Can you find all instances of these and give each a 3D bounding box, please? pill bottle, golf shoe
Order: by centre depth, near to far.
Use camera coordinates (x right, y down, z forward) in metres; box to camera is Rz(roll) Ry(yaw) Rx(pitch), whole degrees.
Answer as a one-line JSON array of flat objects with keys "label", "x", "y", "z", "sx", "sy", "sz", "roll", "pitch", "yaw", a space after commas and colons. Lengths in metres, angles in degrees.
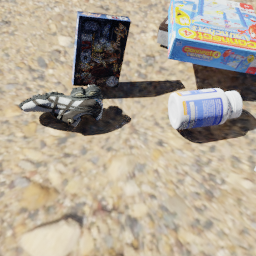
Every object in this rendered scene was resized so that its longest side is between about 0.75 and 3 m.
[{"label": "golf shoe", "x": -1.925, "y": -0.537, "z": 8.153, "sx": 2.464, "sy": 0.958, "sz": 1.164, "roll": -8, "pitch": 100, "yaw": 5}, {"label": "pill bottle", "x": 2.247, "y": -0.584, "z": 8.200, "sx": 1.941, "sy": 1.088, "sz": 1.088, "roll": -6, "pitch": 60, "yaw": -7}]

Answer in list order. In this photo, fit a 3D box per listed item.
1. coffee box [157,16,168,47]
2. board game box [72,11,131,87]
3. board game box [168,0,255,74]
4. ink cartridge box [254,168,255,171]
[{"label": "coffee box", "x": 2.084, "y": -3.269, "z": 9.914, "sx": 1.854, "sy": 0.740, "sz": 1.048, "roll": 24, "pitch": 56, "yaw": 13}, {"label": "board game box", "x": -0.856, "y": -2.247, "z": 8.352, "sx": 1.482, "sy": 2.187, "sz": 0.378, "roll": -1, "pitch": 41, "yaw": -18}, {"label": "board game box", "x": 2.680, "y": -3.073, "z": 8.815, "sx": 2.759, "sy": 0.771, "sz": 2.702, "roll": 9, "pitch": 52, "yaw": -3}, {"label": "ink cartridge box", "x": 4.219, "y": 0.594, "z": 7.269, "sx": 1.629, "sy": 1.186, "sz": 0.691, "roll": -37, "pitch": 60, "yaw": -15}]
